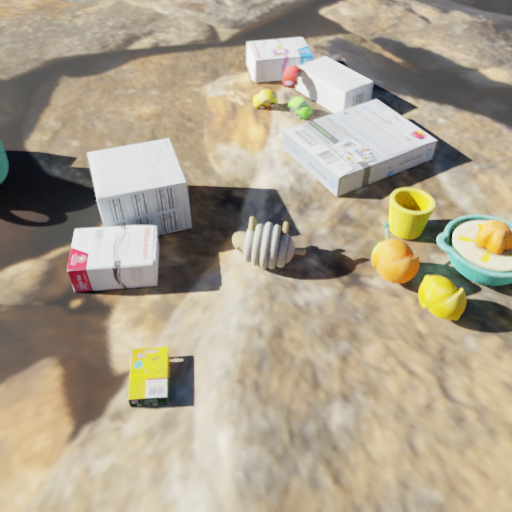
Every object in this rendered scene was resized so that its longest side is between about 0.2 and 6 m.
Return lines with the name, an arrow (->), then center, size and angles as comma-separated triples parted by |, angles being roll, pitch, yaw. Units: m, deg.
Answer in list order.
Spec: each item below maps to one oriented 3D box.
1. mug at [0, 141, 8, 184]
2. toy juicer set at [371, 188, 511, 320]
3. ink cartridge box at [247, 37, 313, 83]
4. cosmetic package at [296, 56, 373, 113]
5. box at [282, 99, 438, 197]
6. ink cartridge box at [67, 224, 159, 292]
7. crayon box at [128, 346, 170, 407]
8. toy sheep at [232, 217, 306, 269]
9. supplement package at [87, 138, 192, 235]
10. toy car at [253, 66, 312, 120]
mug -> -4.919, -1.477, 9.326 | 1.265, 0.952, 1.539 | 17, 48, 15
toy juicer set -> 3.159, 0.111, 7.714 | 3.228, 0.878, 2.054 | 22, 45, 19
ink cartridge box -> 0.507, -4.398, 12.560 | 1.335, 0.565, 0.965 | -9, 46, -7
cosmetic package -> 1.604, -3.552, 11.690 | 0.837, 0.602, 1.484 | -26, 49, -25
box -> 1.865, -2.044, 10.254 | 2.223, 0.458, 1.733 | -24, 50, -21
ink cartridge box -> -2.025, 0.022, 8.119 | 1.206, 0.503, 0.876 | -4, 45, -4
crayon box -> -1.300, 1.474, 6.874 | 0.473, 0.189, 0.745 | -3, 45, -3
toy sheep -> 0.184, -0.160, 8.169 | 1.095, 0.755, 0.755 | 9, 45, 8
supplement package -> -1.838, -1.024, 8.841 | 1.327, 0.976, 1.269 | -13, 46, -13
toy car -> 0.677, -3.237, 11.364 | 1.260, 0.281, 1.186 | -41, 68, -4
